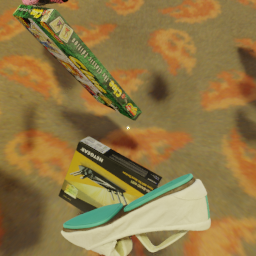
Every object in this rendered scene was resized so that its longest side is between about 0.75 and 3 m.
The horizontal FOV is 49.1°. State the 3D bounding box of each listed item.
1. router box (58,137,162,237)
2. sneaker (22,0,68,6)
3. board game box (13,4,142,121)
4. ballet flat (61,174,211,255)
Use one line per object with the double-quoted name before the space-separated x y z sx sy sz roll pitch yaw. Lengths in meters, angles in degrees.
"router box" -0.362 1.093 5.180 1.608 1.265 0.420 28 20 12
"sneaker" -2.018 -3.497 7.015 1.224 1.014 2.566 10 25 -27
"board game box" -0.942 -1.263 5.861 1.540 2.939 0.345 26 76 44
"ballet flat" 0.022 1.174 3.283 2.039 0.708 0.708 -27 58 28
